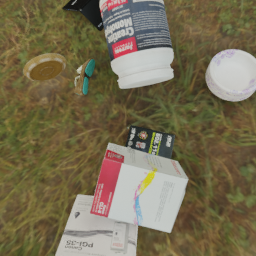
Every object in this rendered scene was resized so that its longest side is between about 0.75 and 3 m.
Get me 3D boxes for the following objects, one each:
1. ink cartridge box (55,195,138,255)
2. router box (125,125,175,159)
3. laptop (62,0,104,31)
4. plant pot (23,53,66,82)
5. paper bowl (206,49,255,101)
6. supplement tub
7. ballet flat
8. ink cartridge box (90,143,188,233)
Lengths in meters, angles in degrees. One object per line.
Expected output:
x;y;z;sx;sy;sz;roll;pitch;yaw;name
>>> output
-0.676;2.873;6.889;1.783;1.007;2.433;6;26;2;ink cartridge box
0.548;0.985;8.538;1.435;0.595;1.915;12;70;5;router box
-1.396;-4.754;11.005;1.710;0.883;1.516;24;68;36;laptop
-2.321;-1.662;7.946;1.231;1.231;0.169;-23;75;-8;plant pot
3.479;-1.693;9.396;1.723;0.896;1.723;0;69;0;paper bowl
0.311;-2.786;8.733;1.973;1.973;2.812;-11;93;-4;supplement tub
-1.561;-1.789;9.726;0.528;0.495;1.460;4;72;22;ballet flat
0.253;1.414;6.926;1.975;1.435;1.429;14;100;-2;ink cartridge box
